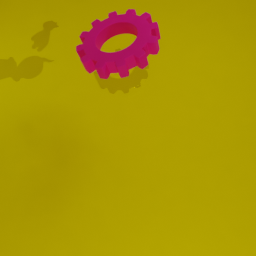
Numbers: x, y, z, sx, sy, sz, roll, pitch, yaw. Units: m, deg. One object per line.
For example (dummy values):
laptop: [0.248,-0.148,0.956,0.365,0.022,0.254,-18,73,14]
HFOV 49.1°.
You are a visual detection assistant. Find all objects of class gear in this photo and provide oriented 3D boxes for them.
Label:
gear: [-0.211,-1.833,6.002,1.775,0.328,1.775,-8,56,12]
